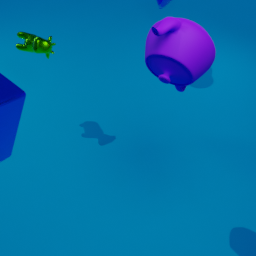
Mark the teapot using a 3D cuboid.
[{"bbox_3d":[0.533,-0.829,3.195,0.828,1.331,0.652,20,75,28],"label":"teapot"}]

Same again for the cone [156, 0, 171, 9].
[{"bbox_3d":[0.874,-4.047,7.863,0.933,0.930,0.930,45,57,2],"label":"cone"}]

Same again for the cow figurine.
[{"bbox_3d":[-2.038,-1.885,6.336,0.910,0.508,0.925,12,14,-4],"label":"cow figurine"}]

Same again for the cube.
[{"bbox_3d":[-1.650,-0.092,2.530,0.906,0.906,0.906,36,36,9],"label":"cube"}]
